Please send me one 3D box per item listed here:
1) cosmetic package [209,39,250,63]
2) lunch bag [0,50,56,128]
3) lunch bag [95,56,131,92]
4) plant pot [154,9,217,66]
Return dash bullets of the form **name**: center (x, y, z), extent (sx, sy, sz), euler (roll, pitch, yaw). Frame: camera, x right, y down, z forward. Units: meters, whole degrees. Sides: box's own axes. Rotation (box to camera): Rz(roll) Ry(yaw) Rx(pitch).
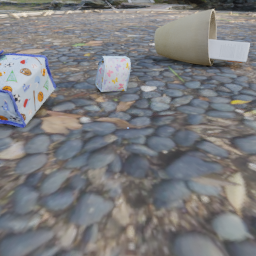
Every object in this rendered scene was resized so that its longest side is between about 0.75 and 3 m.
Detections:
- **cosmetic package**: center (4.559, -3.846, 13.959), extent (2.581, 0.920, 1.309), euler (11, 13, 15)
- **lunch bag**: center (-3.961, -1.347, 8.714), extent (2.536, 1.570, 2.156), euler (8, 42, 16)
- **lunch bag**: center (-0.559, -2.114, 10.669), extent (1.121, 1.322, 0.840), euler (-8, 41, -27)
- **plant pot**: center (2.909, -4.556, 14.433), extent (2.860, 2.679, 2.679), euler (5, 27, 23)
